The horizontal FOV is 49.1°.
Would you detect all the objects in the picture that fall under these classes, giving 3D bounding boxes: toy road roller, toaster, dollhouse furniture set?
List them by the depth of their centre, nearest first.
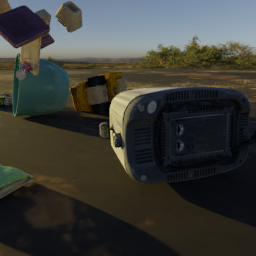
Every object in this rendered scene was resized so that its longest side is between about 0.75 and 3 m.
[{"bbox_3d":[-2.654,0.651,3.745,1.333,1.030,2.668,7,16,22],"label":"dollhouse furniture set"},{"bbox_3d":[0.921,-0.033,5.320,2.792,1.586,1.803,-7,14,-17],"label":"toaster"},{"bbox_3d":[-3.131,-2.868,7.585,2.894,2.054,2.293,42,54,5],"label":"dollhouse furniture set"},{"bbox_3d":[-1.160,-1.332,10.919,1.659,1.397,2.273,-5,10,31],"label":"toy road roller"}]

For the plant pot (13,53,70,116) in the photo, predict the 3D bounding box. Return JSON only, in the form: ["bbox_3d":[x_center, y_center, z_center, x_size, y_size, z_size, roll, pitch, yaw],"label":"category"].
[{"bbox_3d":[-3.109,-1.447,10.056,1.741,2.170,2.170,3,12,-27],"label":"plant pot"}]

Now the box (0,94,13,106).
[{"bbox_3d":[-5.560,-1.248,12.474,1.646,0.364,1.318,-4,15,-14],"label":"box"}]
